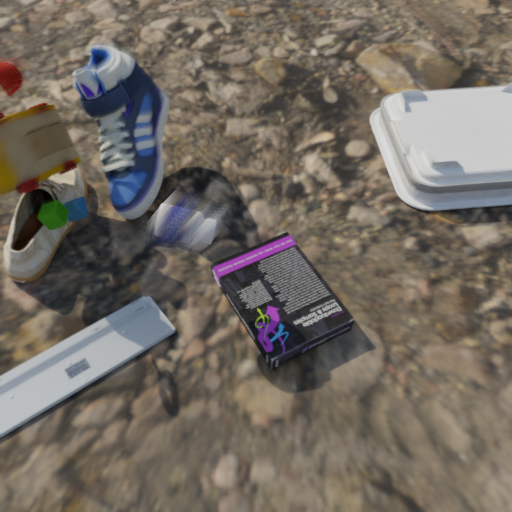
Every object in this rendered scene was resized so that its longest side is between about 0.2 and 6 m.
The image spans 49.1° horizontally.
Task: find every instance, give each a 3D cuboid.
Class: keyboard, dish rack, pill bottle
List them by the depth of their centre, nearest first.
[{"bbox_3d":[-0.940,-0.403,7.498,0.759,0.455,0.455,12,50,-7],"label":"pill bottle"},{"bbox_3d":[-2.508,1.490,7.732,2.818,0.150,0.793,-30,62,-22],"label":"keyboard"},{"bbox_3d":[4.147,-2.230,10.391,3.583,0.780,3.075,-5,51,-3],"label":"dish rack"}]

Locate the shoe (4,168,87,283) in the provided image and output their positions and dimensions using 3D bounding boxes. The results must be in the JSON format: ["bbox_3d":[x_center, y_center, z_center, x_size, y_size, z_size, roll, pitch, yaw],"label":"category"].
[{"bbox_3d":[-3.421,-0.712,9.166,0.875,0.668,2.503,5,50,4],"label":"shoe"}]

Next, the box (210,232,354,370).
[{"bbox_3d":[0.345,0.599,8.311,1.374,0.347,1.922,-23,53,-17],"label":"box"}]

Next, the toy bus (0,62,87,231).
[{"bbox_3d":[-3.724,-1.505,8.453,1.188,2.300,2.170,-16,62,18],"label":"toy bus"}]

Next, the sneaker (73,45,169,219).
[{"bbox_3d":[-2.377,-2.090,9.063,1.040,1.889,2.580,-4,69,30],"label":"sneaker"}]
